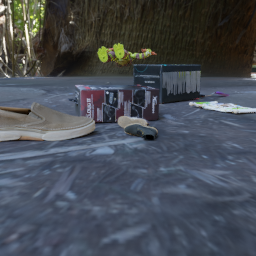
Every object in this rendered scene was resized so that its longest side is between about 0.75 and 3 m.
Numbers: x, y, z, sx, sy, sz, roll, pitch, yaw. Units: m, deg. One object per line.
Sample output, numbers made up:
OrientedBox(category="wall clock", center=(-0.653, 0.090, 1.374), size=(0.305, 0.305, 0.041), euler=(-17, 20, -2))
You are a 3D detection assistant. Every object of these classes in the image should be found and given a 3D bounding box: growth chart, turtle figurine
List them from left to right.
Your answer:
OrientedBox(category="turtle figurine", center=(-0.249, -2.071, 8.141), size=(1.891, 0.609, 1.525), euler=(9, 12, 22))
OrientedBox(category="growth chart", center=(3.773, -0.791, 10.699), size=(1.707, 0.209, 2.359), euler=(-7, 15, -33))

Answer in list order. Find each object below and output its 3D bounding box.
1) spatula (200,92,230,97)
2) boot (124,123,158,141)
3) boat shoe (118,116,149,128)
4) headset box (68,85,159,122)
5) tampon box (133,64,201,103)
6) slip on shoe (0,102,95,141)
OrientedBox(category="spatula", center=(4.320, -1.817, 15.190), size=(2.358, 0.242, 0.666), euler=(-3, 2, -6))
OrientedBox(category="boot", center=(0.272, 0.101, 6.430), size=(0.789, 0.306, 0.546), euler=(1, 17, 10))
OrientedBox(category="boat shoe", center=(0.147, -0.135, 7.453), size=(0.924, 0.332, 0.299), euler=(4, -1, 37))
OrientedBox(category="headset box", center=(-0.568, -0.840, 8.981), size=(2.633, 1.017, 1.959), euler=(-1, 12, -14))
OrientedBox(category="tampon box", center=(1.893, -2.218, 13.616), size=(2.692, 1.700, 2.018), euler=(-9, 15, -37))
OrientedBox(category="slip on shoe", center=(-2.091, -0.196, 6.520), size=(2.639, 0.799, 1.003), euler=(-2, 13, -9))
